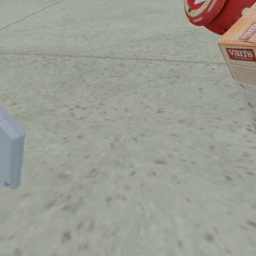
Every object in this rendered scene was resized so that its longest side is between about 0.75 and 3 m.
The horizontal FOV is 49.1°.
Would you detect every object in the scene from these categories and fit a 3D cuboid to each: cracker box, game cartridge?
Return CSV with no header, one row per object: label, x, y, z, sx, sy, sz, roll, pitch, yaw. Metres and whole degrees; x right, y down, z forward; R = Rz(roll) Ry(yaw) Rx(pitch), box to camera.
cracker box,1.905,-0.607,3.134,1.269,1.894,0.546,-46,33,-8
game cartridge,-1.779,0.068,3.468,1.346,0.898,0.272,29,34,23

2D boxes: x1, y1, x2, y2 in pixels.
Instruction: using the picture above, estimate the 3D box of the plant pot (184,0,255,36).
plant pot,1.915,-2.581,5.500,1.333,1.464,1.464,4,32,-21
